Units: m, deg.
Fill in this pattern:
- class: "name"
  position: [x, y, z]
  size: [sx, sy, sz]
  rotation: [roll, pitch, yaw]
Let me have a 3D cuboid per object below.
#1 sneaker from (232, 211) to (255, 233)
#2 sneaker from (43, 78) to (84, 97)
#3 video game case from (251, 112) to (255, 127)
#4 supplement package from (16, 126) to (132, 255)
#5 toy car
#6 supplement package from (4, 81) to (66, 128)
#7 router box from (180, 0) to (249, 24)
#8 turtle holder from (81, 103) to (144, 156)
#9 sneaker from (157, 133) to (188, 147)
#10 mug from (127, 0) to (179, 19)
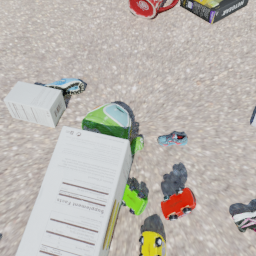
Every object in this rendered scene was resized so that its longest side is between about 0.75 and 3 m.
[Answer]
- class: "sneaker"
  position: [3.194, 2.309, 6.955]
  size: [1.163, 0.467, 0.502]
  rotation: [-11, 69, -1]
- class: "sneaker"
  position: [-2.317, -1.384, 9.691]
  size: [1.535, 0.602, 0.691]
  rotation: [-10, 36, -13]
- class: "video game case"
  position: [4.566, -0.313, 8.974]
  size: [0.945, 0.237, 1.043]
  rotation: [24, 57, 17]
- class: "supplement package"
  position: [-1.003, 1.659, 6.271]
  size: [1.558, 1.618, 2.845]
  rotation: [12, 70, 9]
- class: "toy car"
  position: [0.538, 2.028, 6.759]
  size: [2.013, 0.477, 2.139]
  rotation: [33, 97, 46]
- class: "supplement package"
  position: [-2.908, -0.749, 8.885]
  size: [1.535, 0.900, 0.897]
  rotation: [14, 54, 10]
- class: "router box"
  position: [4.021, -5.947, 12.926]
  size: [2.559, 0.668, 2.012]
  rotation: [-34, 60, -23]
- class: "turtle holder"
  position: [-0.396, 0.035, 8.024]
  size: [1.771, 1.346, 1.258]
  rotation: [23, 54, 18]
- class: "sneaker"
  position: [1.338, 0.287, 8.397]
  size: [0.926, 0.442, 0.367]
  rotation: [-3, 53, -3]
- class: "mug"
  position: [1.292, -6.141, 12.239]
  size: [2.274, 1.709, 2.562]
  rotation: [26, 76, -7]
